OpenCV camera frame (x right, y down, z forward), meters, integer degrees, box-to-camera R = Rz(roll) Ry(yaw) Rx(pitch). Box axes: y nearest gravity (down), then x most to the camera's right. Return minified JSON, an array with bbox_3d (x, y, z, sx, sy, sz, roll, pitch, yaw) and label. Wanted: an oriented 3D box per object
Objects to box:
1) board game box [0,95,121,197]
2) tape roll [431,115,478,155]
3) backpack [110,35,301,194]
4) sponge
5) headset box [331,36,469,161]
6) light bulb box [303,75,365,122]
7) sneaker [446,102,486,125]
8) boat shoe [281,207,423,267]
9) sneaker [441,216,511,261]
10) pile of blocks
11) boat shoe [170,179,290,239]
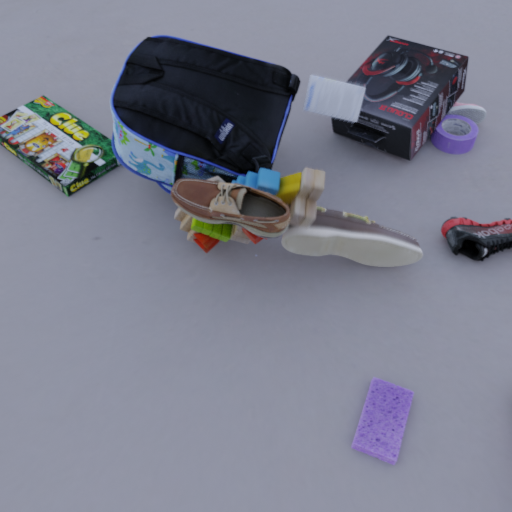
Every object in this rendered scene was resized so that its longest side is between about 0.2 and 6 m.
[{"bbox_3d":[-5.095,-2.881,14.193,3.571,0.419,1.871,34,55,26],"label":"board game box"},{"bbox_3d":[5.070,-3.113,14.339,1.089,0.463,1.089,0,48,0],"label":"tape roll"},{"bbox_3d":[-1.290,-2.807,12.329,3.610,2.653,3.304,19,61,-4],"label":"backpack"},{"bbox_3d":[2.133,2.734,9.391,0.739,0.198,1.325,17,51,15],"label":"sponge"},{"bbox_3d":[3.522,-3.948,14.178,2.333,1.177,3.138,29,67,29],"label":"headset box"},{"bbox_3d":[1.778,-3.571,12.751,1.244,0.776,1.233,14,16,6],"label":"light bulb box"},{"bbox_3d":[5.162,-3.950,14.925,1.763,0.663,0.921,-1,54,4],"label":"sneaker"},{"bbox_3d":[1.937,-0.427,11.225,2.869,1.031,0.854,8,58,-6],"label":"boat shoe"},{"bbox_3d":[4.910,-0.304,11.727,1.941,0.686,0.948,3,48,5],"label":"sneaker"},{"bbox_3d":[-0.285,-0.779,10.677,3.422,1.405,1.063,-16,54,35],"label":"pile of blocks"},{"bbox_3d":[-0.402,-0.961,9.720,2.153,0.773,0.815,14,67,-6],"label":"boat shoe"}]
